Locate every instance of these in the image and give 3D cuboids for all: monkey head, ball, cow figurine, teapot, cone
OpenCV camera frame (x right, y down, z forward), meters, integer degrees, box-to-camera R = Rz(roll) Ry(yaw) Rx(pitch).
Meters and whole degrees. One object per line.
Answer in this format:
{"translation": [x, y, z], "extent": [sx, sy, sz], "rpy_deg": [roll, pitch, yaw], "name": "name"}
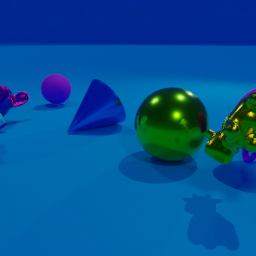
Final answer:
{"translation": [-3.487, -0.475, 7.253], "extent": [1.854, 1.334, 1.117], "rpy_deg": [-22, -9, -13], "name": "monkey head"}
{"translation": [-2.414, -1.308, 9.433], "extent": [0.992, 0.992, 0.992], "rpy_deg": [0, 18, 0], "name": "ball"}
{"translation": [0.802, -0.064, 5.175], "extent": [1.365, 1.365, 1.365], "rpy_deg": [0, 18, 0], "name": "ball"}
{"translation": [1.443, 0.009, 3.658], "extent": [0.570, 1.038, 1.022], "rpy_deg": [34, 7, 4], "name": "cow figurine"}
{"translation": [2.430, -0.140, 4.652], "extent": [1.198, 1.927, 0.943], "rpy_deg": [12, 39, -9], "name": "teapot"}
{"translation": [-0.986, -0.301, 6.999], "extent": [1.340, 1.335, 1.335], "rpy_deg": [-40, 35, -23], "name": "cone"}

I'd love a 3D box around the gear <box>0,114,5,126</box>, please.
{"translation": [-3.064, -0.677, 5.503], "extent": [0.296, 1.599, 1.599], "rpy_deg": [-38, 31, -15], "name": "gear"}
